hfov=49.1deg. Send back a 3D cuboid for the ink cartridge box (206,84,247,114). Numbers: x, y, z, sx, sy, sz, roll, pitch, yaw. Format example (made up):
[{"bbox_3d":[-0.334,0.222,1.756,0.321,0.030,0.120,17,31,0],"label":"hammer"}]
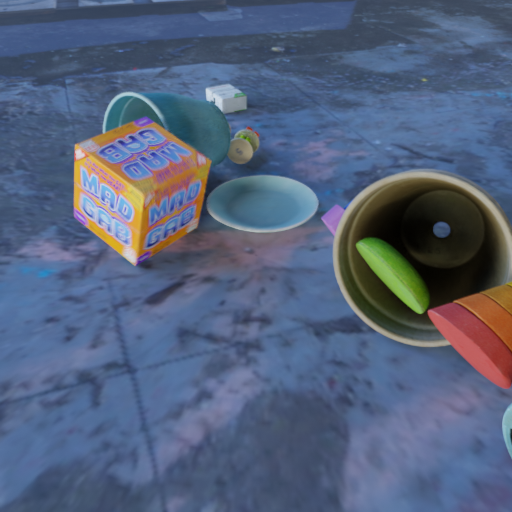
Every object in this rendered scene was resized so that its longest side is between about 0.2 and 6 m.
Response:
[{"bbox_3d":[-0.739,-3.866,13.767,0.679,0.385,0.927,-17,39,-23],"label":"ink cartridge box"}]

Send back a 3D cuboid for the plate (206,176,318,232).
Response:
[{"bbox_3d":[0.109,-0.860,9.680,1.913,0.244,1.913,0,35,0],"label":"plate"}]

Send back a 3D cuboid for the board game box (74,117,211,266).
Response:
[{"bbox_3d":[-1.771,-1.016,8.603,1.405,1.404,1.404,36,46,18],"label":"board game box"}]

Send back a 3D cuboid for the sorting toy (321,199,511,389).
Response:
[{"bbox_3d":[2.155,0.044,6.851,1.173,1.181,3.405,-42,42,1],"label":"sorting toy"}]

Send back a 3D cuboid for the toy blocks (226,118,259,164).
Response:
[{"bbox_3d":[-0.507,-2.503,11.719,1.267,0.552,1.520,7,35,10],"label":"toy blocks"}]

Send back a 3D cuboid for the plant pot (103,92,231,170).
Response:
[{"bbox_3d":[-1.483,-2.107,10.171,1.878,1.878,1.764,26,35,32],"label":"plant pot"}]

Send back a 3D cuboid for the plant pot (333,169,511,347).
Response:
[{"bbox_3d":[2.307,-0.169,7.393,2.152,2.152,1.868,16,23,21],"label":"plant pot"}]

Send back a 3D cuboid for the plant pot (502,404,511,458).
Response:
[{"bbox_3d":[3.446,1.513,5.188,1.806,1.844,1.844,-26,42,-19],"label":"plant pot"}]
